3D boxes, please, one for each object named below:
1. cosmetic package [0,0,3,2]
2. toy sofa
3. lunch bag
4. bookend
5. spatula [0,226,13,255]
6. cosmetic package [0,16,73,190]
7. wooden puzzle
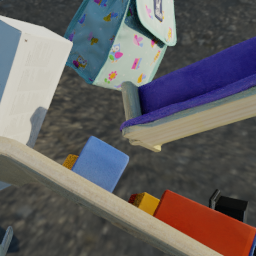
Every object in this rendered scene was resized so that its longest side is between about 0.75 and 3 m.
[{"bbox_3d":[-3.195,-3.927,5.729,1.303,2.440,1.100,30,45,-3],"label":"cosmetic package"},{"bbox_3d":[0.961,-0.487,3.328,2.217,1.082,0.918,-19,66,26],"label":"toy sofa"},{"bbox_3d":[-0.006,-1.886,5.397,1.350,1.886,2.214,38,108,26],"label":"lunch bag"},{"bbox_3d":[1.556,1.414,3.746,0.926,0.920,0.426,8,11,28],"label":"bookend"},{"bbox_3d":[-1.289,1.823,3.108,0.152,1.894,1.317,-12,91,-16],"label":"spatula"},{"bbox_3d":[-1.486,-0.184,3.406,0.546,2.154,0.889,31,18,12],"label":"cosmetic package"},{"bbox_3d":[-0.017,0.829,3.040,2.727,2.526,0.631,25,72,-4],"label":"wooden puzzle"}]
